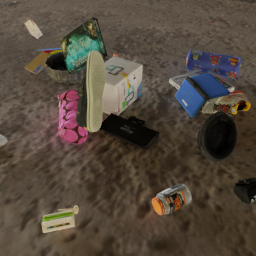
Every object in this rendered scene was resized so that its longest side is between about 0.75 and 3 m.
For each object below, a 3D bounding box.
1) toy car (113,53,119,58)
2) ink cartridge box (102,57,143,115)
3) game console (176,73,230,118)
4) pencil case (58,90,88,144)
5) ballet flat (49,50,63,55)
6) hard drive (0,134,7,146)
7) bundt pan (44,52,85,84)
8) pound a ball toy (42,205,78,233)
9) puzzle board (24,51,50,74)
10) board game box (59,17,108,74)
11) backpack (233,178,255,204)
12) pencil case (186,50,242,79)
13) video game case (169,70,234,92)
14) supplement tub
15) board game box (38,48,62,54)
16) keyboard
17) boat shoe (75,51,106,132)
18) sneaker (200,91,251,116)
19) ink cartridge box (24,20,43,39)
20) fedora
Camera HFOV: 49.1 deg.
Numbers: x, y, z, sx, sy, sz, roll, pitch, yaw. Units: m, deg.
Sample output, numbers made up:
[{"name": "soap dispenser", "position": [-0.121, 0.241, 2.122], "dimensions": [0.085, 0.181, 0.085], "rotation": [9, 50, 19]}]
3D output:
[{"name": "toy car", "position": [-1.063, -4.121, 16.121], "dimensions": [1.220, 0.406, 0.599], "rotation": [6, 39, 6]}, {"name": "ink cartridge box", "position": [-0.582, -1.866, 12.368], "dimensions": [1.585, 1.592, 2.170], "rotation": [22, 45, 25]}, {"name": "game console", "position": [3.208, -1.463, 12.275], "dimensions": [1.112, 1.604, 1.879], "rotation": [13, 32, -28]}, {"name": "pencil case", "position": [-2.220, -0.488, 11.107], "dimensions": [1.160, 1.124, 2.476], "rotation": [20, 30, -26]}, {"name": "ballet flat", "position": [-3.540, -4.064, 15.834], "dimensions": [2.042, 0.682, 0.684], "rotation": [-14, 41, -18]}, {"name": "hard drive", "position": [-5.514, 0.414, 10.654], "dimensions": [1.572, 0.207, 1.037], "rotation": [25, 45, 28]}, {"name": "bundt pan", "position": [-2.982, -3.087, 14.425], "dimensions": [2.472, 0.928, 2.472], "rotation": [0, 40, 0]}, {"name": "pound a ball toy", "position": [-1.869, 2.587, 7.883], "dimensions": [0.994, 0.422, 0.648], "rotation": [-8, 14, -10]}, {"name": "puzzle board", "position": [-4.808, -3.563, 15.309], "dimensions": [1.084, 0.125, 1.438], "rotation": [29, 68, 29]}, {"name": "board game box", "position": [-1.860, -3.256, 11.302], "dimensions": [2.270, 1.535, 0.320], "rotation": [-14, 3, 43]}, {"name": "backpack", "position": [3.725, 1.896, 8.549], "dimensions": [0.854, 0.541, 0.713], "rotation": [-20, 51, -23]}, {"name": "pencil case", "position": [4.316, -3.227, 14.188], "dimensions": [2.698, 1.172, 1.053], "rotation": [14, 81, 13]}, {"name": "video game case", "position": [3.585, -2.120, 13.755], "dimensions": [2.358, 0.271, 2.148], "rotation": [-18, 42, -22]}, {"name": "supplement tub", "position": [1.271, 2.097, 8.215], "dimensions": [1.050, 0.644, 0.644], "rotation": [-20, 43, -22]}, {"name": "board game box", "position": [-4.313, -4.404, 16.360], "dimensions": [1.717, 0.423, 2.173], "rotation": [-18, 23, -37]}, {"name": "keyboard", "position": [0.077, 0.038, 11.078], "dimensions": [2.306, 0.296, 1.385], "rotation": [23, 51, 25]}, {"name": "boat shoe", "position": [-1.049, -0.980, 7.496], "dimensions": [0.669, 2.150, 0.802], "rotation": [8, 9, 26]}, {"name": "sneaker", "position": [4.142, -1.012, 11.872], "dimensions": [2.316, 0.901, 0.951], "rotation": [-11, 41, -13]}, {"name": "ink cartridge box", "position": [-4.025, -4.224, 12.040], "dimensions": [0.323, 0.558, 0.958], "rotation": [-32, 5, 2]}, {"name": "fedora", "position": [3.077, 0.318, 10.100], "dimensions": [1.825, 1.825, 0.833], "rotation": [-22, 8, -25]}]
